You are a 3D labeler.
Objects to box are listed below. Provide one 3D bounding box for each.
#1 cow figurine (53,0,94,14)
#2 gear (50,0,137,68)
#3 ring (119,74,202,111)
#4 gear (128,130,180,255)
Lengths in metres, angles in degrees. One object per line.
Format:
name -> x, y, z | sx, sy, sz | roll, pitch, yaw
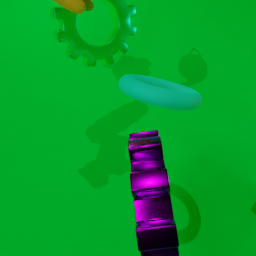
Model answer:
cow figurine -> -1.262, -2.510, 4.610 | 1.482, 0.827, 1.507 | 27, 23, -7
gear -> -0.704, -2.287, 6.076 | 1.862, 1.862, 0.344 | -32, 33, -15
ring -> 0.522, -0.599, 4.576 | 1.376, 1.376, 0.275 | 16, 107, 8
gear -> 0.342, 1.074, 3.563 | 0.378, 2.042, 2.042 | -8, 64, 4
